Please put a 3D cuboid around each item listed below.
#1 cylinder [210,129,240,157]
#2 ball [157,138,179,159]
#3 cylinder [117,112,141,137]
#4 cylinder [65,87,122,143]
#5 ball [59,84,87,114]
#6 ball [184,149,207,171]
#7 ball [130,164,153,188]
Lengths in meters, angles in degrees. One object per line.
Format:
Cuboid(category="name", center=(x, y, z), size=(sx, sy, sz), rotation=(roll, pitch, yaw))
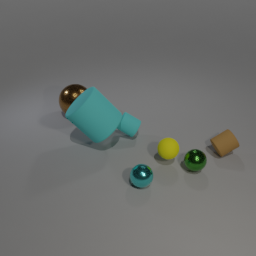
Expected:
Cuboid(category="cylinder", center=(3.285, 0.509, 9.527), size=(0.700, 0.700, 0.700), rotation=(-32, 33, 6))
Cuboid(category="ball", center=(1.294, 0.659, 8.999), size=(0.700, 0.700, 0.700), rotation=(0, 32, 0))
Cuboid(category="cylinder", center=(0.021, -0.130, 10.433), size=(0.700, 0.700, 0.700), rotation=(30, 32, -8))
Cuboid(category="cylinder", center=(-1.163, -0.446, 9.597), size=(1.400, 1.400, 1.400), rotation=(-37, 24, 20))
Cuboid(category="ball", center=(-2.192, -1.144, 11.753), size=(1.400, 1.400, 1.400), rotation=(0, 32, 0))
Cuboid(category="ball", center=(2.115, 1.009, 8.800), size=(0.700, 0.700, 0.700), rotation=(0, 32, 0))
Cuboid(category="ball", center=(0.403, 1.412, 8.291), size=(0.700, 0.700, 0.700), rotation=(0, 32, 0))
